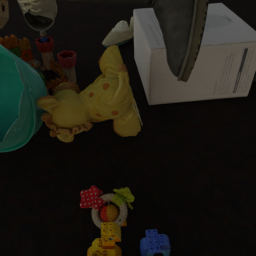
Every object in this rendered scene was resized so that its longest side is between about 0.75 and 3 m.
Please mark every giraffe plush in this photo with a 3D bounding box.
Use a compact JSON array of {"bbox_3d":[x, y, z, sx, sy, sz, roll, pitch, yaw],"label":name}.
[{"bbox_3d":[-0.874,-0.504,6.405,2.008,2.137,2.477,-16,25,0],"label":"giraffe plush"}]

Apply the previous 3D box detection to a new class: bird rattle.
[{"bbox_3d":[-0.384,1.453,5.176,1.030,0.580,0.840,-5,57,-1],"label":"bird rattle"}]

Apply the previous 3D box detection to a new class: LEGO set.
[{"bbox_3d":[-0.038,1.946,4.244,2.308,0.947,0.880,-3,40,-4],"label":"LEGO set"}]

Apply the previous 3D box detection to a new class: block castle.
[{"bbox_3d":[-3.153,-1.764,8.185,2.943,1.381,1.967,-29,48,-29],"label":"block castle"}]

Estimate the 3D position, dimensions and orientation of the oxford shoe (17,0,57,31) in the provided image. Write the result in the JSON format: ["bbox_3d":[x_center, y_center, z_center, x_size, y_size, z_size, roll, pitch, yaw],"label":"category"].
[{"bbox_3d":[-2.405,-3.437,6.979,1.127,2.999,0.866,9,76,-1],"label":"oxford shoe"}]

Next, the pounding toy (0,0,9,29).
[{"bbox_3d":[-3.334,-3.212,7.366,0.409,0.894,0.785,5,71,-43],"label":"pounding toy"}]

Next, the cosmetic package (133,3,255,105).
[{"bbox_3d":[1.807,-2.334,8.484,2.969,1.825,2.960,-5,41,-5],"label":"cosmetic package"}]

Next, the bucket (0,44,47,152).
[{"bbox_3d":[-3.031,-0.603,5.862,2.569,2.569,1.672,6,0,7],"label":"bucket"}]

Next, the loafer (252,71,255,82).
[{"bbox_3d":[4.268,-1.806,8.874,2.040,0.733,0.642,31,33,21],"label":"loafer"}]

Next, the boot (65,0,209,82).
[{"bbox_3d":[-0.099,-2.128,4.572,2.756,2.505,1.000,7,19,8],"label":"boot"}]

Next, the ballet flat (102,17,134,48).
[{"bbox_3d":[0.048,-3.907,11.049,2.576,0.895,0.895,-27,48,-28],"label":"ballet flat"}]
